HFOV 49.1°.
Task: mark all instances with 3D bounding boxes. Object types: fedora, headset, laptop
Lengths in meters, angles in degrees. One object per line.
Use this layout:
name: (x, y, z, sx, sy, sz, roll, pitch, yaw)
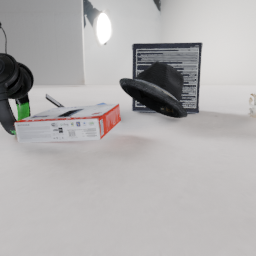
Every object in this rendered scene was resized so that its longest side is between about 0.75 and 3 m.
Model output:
fedora: (0.971, -1.292, 8.716, 2.581, 1.179, 2.581, 26, -5, 2)
headset: (-3.003, -1.162, 6.548, 1.282, 2.728, 1.684, -10, 2, -4)
laptop: (-1.706, -0.922, 9.473, 1.855, 1.075, 1.737, 37, -2, -19)

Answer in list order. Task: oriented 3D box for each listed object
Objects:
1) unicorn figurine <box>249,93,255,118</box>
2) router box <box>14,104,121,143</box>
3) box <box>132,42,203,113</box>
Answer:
unicorn figurine: (4.187, -0.743, 8.856, 1.240, 0.852, 0.458, -10, 31, 47)
router box: (-1.274, -0.144, 6.417, 1.874, 0.458, 1.682, -3, 14, 13)
box: (1.505, -1.935, 10.984, 2.570, 2.549, 1.584, 3, 9, 10)
